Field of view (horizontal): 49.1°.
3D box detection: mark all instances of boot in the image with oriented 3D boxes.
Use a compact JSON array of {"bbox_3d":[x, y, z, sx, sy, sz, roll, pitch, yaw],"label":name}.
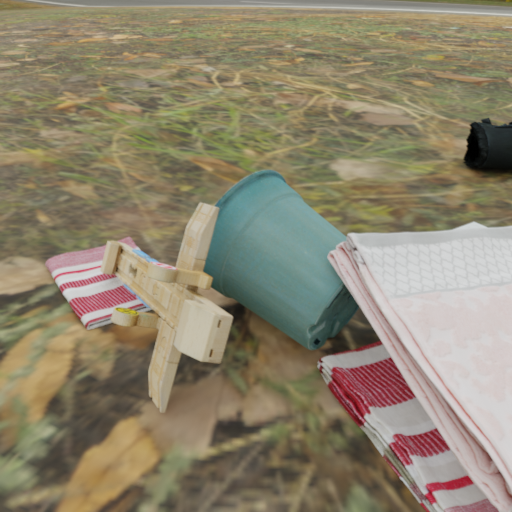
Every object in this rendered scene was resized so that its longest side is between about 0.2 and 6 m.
[{"bbox_3d":[5.474,-1.958,10.707,2.485,1.122,3.033,6,22,6],"label":"boot"}]

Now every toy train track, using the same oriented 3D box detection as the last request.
[{"bbox_3d":[-1.274,0.302,6.016,0.580,2.043,3.563,13,5,-28],"label":"toy train track"}]

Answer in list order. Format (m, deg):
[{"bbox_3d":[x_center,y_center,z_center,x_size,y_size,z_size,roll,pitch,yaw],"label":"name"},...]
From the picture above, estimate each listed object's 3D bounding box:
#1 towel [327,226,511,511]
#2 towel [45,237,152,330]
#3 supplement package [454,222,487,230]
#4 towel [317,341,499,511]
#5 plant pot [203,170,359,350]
[{"bbox_3d":[2.551,0.740,5.273,3.011,0.485,2.876,-3,44,-27],"label":"towel"},{"bbox_3d":[-1.976,0.302,7.588,1.294,0.204,1.796,-18,34,-28],"label":"towel"},{"bbox_3d":[2.807,0.041,7.604,1.070,0.627,0.625,-17,34,-28],"label":"supplement package"},{"bbox_3d":[1.950,1.523,5.309,1.834,0.290,2.547,-12,31,-21],"label":"towel"},{"bbox_3d":[0.392,0.122,6.473,1.624,1.658,1.658,37,43,24],"label":"plant pot"}]
